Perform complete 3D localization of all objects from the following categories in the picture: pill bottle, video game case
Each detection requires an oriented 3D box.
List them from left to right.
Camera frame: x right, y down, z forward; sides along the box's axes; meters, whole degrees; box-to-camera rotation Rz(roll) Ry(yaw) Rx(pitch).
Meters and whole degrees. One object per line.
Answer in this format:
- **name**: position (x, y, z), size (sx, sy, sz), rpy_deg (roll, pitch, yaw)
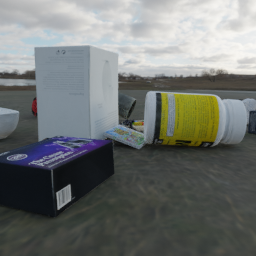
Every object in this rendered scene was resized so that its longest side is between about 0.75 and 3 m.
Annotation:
- **video game case**: position (0.011, 0.232, 8.236), size (1.128, 0.137, 1.239), rpy_deg (20, 16, 15)
- **pill bottle**: position (1.792, -0.233, 7.864), size (2.613, 1.493, 1.493), rpy_deg (3, 10, 0)

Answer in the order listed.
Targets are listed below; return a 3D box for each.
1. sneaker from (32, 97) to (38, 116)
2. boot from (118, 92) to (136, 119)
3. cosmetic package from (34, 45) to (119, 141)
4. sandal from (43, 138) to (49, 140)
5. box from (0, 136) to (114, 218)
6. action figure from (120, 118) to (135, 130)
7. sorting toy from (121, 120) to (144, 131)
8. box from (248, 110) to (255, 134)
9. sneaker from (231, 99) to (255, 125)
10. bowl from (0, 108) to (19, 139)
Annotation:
- **sneaker**: position (-3.977, -0.938, 14.342), size (2.446, 0.970, 1.168), rpy_deg (17, 5, 38)
- **boot**: position (-0.792, -0.900, 12.160), size (1.949, 1.772, 0.707), rpy_deg (29, 24, 7)
- **cosmetic package**: position (-1.420, -1.010, 8.680), size (1.678, 2.730, 2.721), rpy_deg (2, 10, 14)
- **sandal**: position (-1.924, 0.446, 7.086), size (1.481, 0.423, 0.588), rpy_deg (-4, 11, -21)
- **box**: position (-1.241, 0.689, 4.830), size (1.350, 0.754, 1.913), rpy_deg (1, 10, 22)
- **action figure**: position (-0.094, 0.023, 9.359), size (0.589, 0.506, 0.991), rpy_deg (4, 27, 40)
- **sorting toy**: position (0.604, -0.160, 11.032), size (1.375, 0.271, 1.485), rpy_deg (-4, 11, -24)
- **box**: position (4.762, -0.175, 9.579), size (0.570, 0.790, 1.065), rpy_deg (-8, 13, -36)
- **sneaker**: position (4.914, -0.748, 12.320), size (2.833, 1.069, 1.612), rpy_deg (-1, 7, -43)
- **bowl**: position (-4.929, -0.109, 8.925), size (2.411, 0.900, 2.408), rpy_deg (8, 13, 43)
